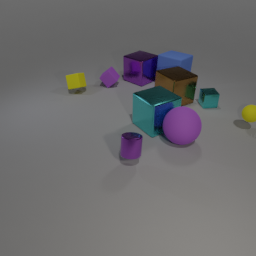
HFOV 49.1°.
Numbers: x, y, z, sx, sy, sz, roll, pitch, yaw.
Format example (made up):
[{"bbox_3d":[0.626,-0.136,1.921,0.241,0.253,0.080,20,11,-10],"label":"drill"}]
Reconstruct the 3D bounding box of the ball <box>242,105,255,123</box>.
[{"bbox_3d":[4.841,-0.565,11.008,0.700,0.700,0.700,0,32,0],"label":"ball"}]

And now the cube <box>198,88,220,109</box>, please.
[{"bbox_3d":[3.742,-1.388,12.986,0.700,0.700,0.700,-4,34,-5],"label":"cube"}]

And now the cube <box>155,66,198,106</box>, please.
[{"bbox_3d":[2.207,-1.938,13.160,1.400,1.400,1.400,-16,37,-27],"label":"cube"}]

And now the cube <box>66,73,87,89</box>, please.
[{"bbox_3d":[-2.597,-2.357,14.051,0.700,0.700,0.700,-7,10,21],"label":"cube"}]

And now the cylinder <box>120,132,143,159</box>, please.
[{"bbox_3d":[0.109,0.572,9.158,0.700,0.700,0.700,3,19,-1],"label":"cylinder"}]

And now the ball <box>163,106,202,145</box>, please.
[{"bbox_3d":[1.978,-0.088,10.265,1.400,1.400,1.400,0,32,0],"label":"ball"}]

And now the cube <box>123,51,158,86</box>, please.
[{"bbox_3d":[0.709,-3.307,15.420,1.400,1.400,1.400,27,41,36],"label":"cube"}]

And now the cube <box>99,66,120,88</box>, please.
[{"bbox_3d":[-0.965,-2.696,14.843,0.700,0.700,0.700,-31,21,28],"label":"cube"}]

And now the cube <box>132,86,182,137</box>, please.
[{"bbox_3d":[1.127,-0.699,11.250,1.400,1.400,1.400,-19,37,-28],"label":"cube"}]

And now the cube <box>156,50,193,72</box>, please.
[{"bbox_3d":[2.493,-3.258,15.110,1.400,1.400,1.400,23,34,30],"label":"cube"}]
